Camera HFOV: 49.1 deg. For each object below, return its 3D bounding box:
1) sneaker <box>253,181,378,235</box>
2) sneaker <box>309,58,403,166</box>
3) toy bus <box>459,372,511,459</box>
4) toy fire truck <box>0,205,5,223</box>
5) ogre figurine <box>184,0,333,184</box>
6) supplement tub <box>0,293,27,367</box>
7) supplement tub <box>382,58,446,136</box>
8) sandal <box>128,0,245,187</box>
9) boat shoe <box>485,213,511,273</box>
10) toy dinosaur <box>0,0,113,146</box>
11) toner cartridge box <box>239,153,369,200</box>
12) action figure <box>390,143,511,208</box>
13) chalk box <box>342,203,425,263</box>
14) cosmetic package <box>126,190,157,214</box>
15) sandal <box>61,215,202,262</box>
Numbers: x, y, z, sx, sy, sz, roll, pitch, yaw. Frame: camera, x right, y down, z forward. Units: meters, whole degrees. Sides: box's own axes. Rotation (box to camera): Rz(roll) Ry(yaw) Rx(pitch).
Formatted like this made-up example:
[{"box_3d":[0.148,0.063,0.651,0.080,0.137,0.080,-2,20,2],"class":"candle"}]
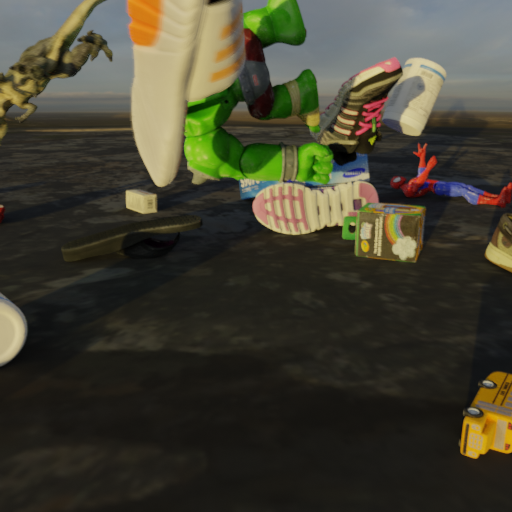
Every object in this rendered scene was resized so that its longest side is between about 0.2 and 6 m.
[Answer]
[{"box_3d":[1.117,-0.954,11.099,2.432,0.978,1.075,-4,5,-8],"class":"sneaker"},{"box_3d":[1.818,-2.333,9.517,0.907,1.075,2.458,-26,-8,-27],"class":"sneaker"},{"box_3d":[1.906,1.261,4.454,0.376,0.312,0.960,11,19,31],"class":"toy bus"},{"box_3d":[-5.633,-0.843,11.462,0.895,0.502,0.751,-3,35,-6],"class":"toy fire truck"},{"box_3d":[-0.315,-2.675,8.321,2.252,3.757,1.843,-18,40,-2],"class":"ogre figurine"},{"box_3d":[-2.899,0.657,5.758,0.741,0.741,1.122,-14,21,-40],"class":"supplement tub"},{"box_3d":[3.266,-3.284,11.594,0.894,1.354,0.894,23,4,-2],"class":"supplement tub"},{"box_3d":[-0.662,-1.979,5.520,0.911,3.178,1.217,-19,66,-24],"class":"sandal"},{"box_3d":[4.246,-0.017,7.858,0.948,0.839,2.590,-6,17,-21],"class":"boat shoe"},{"box_3d":[-2.702,-2.632,7.514,3.257,0.773,1.435,-48,35,-5],"class":"toy dinosaur"},{"box_3d":[0.952,-1.808,12.815,1.597,0.726,3.363,-9,4,-23],"class":"toner cartridge box"},{"box_3d":[4.780,-2.057,13.999,2.923,1.447,0.954,8,17,33],"class":"action figure"},{"box_3d":[2.097,-0.427,9.348,1.283,0.801,0.795,8,18,22],"class":"chalk box"},{"box_3d":[-2.635,-1.252,12.845,0.365,0.432,0.836,-11,21,-37],"class":"cosmetic package"},{"box_3d":[-2.000,-0.213,9.303,2.325,0.556,0.874,-14,18,-3],"class":"sandal"}]
